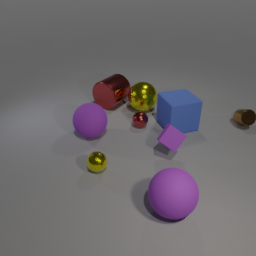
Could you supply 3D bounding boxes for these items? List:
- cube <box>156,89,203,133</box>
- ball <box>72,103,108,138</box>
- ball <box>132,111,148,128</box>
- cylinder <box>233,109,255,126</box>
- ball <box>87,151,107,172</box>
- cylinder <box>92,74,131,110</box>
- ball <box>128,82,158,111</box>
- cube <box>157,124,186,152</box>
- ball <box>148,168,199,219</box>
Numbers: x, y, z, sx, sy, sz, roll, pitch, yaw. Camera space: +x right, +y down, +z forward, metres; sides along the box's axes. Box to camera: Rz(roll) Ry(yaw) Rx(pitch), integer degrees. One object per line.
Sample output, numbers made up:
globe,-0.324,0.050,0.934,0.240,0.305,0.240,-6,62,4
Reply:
cube,2.137,-0.707,11.955,1.400,1.400,1.400,-10,32,-16
ball,-1.523,-0.315,11.279,1.400,1.400,1.400,0,31,0
ball,0.527,-0.367,12.096,0.700,0.700,0.700,0,31,0
cylinder,5.007,-0.466,12.041,0.700,0.700,0.700,-3,6,-5
ball,-1.049,1.138,9.478,0.700,0.700,0.700,0,31,0
cylinder,-0.793,-1.802,13.771,1.400,1.400,1.400,18,36,28
ball,0.701,-1.489,13.275,1.400,1.400,1.400,0,31,0
cube,1.529,0.340,9.915,0.700,0.700,0.700,35,4,-2
ball,1.252,1.804,7.775,1.400,1.400,1.400,0,31,0
